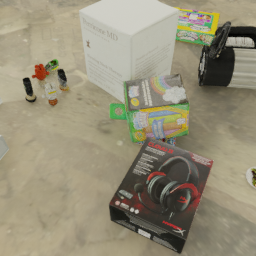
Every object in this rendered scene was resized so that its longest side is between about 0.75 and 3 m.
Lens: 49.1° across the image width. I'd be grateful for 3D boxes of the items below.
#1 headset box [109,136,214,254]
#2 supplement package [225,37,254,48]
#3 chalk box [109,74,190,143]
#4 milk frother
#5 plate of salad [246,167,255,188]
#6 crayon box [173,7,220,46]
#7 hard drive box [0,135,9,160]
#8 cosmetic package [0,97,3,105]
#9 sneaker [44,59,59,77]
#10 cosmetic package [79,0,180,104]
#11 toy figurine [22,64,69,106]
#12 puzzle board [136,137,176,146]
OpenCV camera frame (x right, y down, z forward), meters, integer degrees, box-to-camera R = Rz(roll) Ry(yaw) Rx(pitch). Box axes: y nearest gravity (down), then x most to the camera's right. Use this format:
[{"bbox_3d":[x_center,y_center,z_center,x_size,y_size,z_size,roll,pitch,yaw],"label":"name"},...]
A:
[{"bbox_3d":[0.977,1.544,7.479,1.982,1.000,2.667,21,51,18],"label":"headset box"},{"bbox_3d":[4.839,-3.181,11.569,2.168,1.233,1.187,9,50,7],"label":"supplement package"},{"bbox_3d":[0.615,-0.583,8.902,2.385,1.477,1.484,-8,47,4],"label":"chalk box"},{"bbox_3d":[3.956,-2.452,9.866,2.481,2.380,2.638,4,19,5],"label":"milk frother"},{"bbox_3d":[3.853,1.438,8.127,0.817,0.196,0.817,-1,48,1],"label":"plate of salad"},{"bbox_3d":[3.073,-4.925,13.507,2.378,0.693,2.052,14,51,12],"label":"crayon box"},{"bbox_3d":[-4.749,0.899,8.256,1.441,0.710,1.849,16,50,14],"label":"hard drive box"},{"bbox_3d":[-5.127,-1.054,10.286,0.890,0.329,0.452,21,51,20],"label":"cosmetic package"},{"bbox_3d":[-3.265,-2.459,11.350,0.416,0.455,1.067,42,67,2],"label":"sneaker"},{"bbox_3d":[0.038,-2.911,10.186,2.444,2.921,2.429,35,57,28],"label":"cosmetic package"},{"bbox_3d":[-3.000,-1.536,10.298,1.411,0.997,1.433,13,47,6],"label":"toy figurine"},{"bbox_3d":[1.020,-0.021,9.476,1.247,0.144,1.655,9,48,8],"label":"puzzle board"}]
